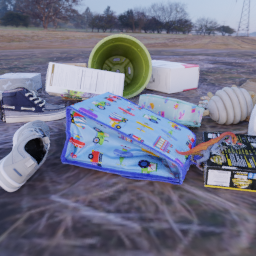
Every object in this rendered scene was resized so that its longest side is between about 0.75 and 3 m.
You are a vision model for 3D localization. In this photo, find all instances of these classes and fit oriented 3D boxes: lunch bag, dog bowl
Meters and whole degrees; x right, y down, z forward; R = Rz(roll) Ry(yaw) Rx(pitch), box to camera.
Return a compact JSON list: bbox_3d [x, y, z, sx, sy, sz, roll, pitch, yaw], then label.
[{"bbox_3d":[1.307,-0.479,8.361,1.819,0.701,1.459,16,3,31],"label":"lunch bag"},{"bbox_3d":[-4.647,-1.394,10.462,2.469,0.724,2.469,-7,8,1],"label":"dog bowl"},{"bbox_3d":[0.291,0.220,6.224,2.764,1.300,2.080,16,20,15],"label":"lunch bag"}]

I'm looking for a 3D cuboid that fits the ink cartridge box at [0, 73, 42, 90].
[{"bbox_3d":[-5.360,-2.181,13.450,2.029,0.775,1.385,3,20,3],"label":"ink cartridge box"}]

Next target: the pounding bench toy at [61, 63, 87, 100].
[{"bbox_3d":[-2.232,-1.688,11.871,1.029,1.657,1.292,2,51,9],"label":"pounding bench toy"}]

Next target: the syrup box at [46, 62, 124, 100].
[{"bbox_3d":[-1.562,-1.596,10.336,2.703,1.101,1.064,7,-2,-9],"label":"syrup box"}]

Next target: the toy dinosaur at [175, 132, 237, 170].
[{"bbox_3d":[1.560,0.369,5.236,0.969,0.880,0.509,28,14,-21],"label":"toy dinosaur"}]

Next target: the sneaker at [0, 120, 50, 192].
[{"bbox_3d":[-1.863,0.404,5.702,0.875,0.797,2.133,-32,26,14],"label":"sneaker"}]

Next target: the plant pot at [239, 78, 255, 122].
[{"bbox_3d":[4.697,-1.034,9.609,2.539,1.172,2.539,1,18,0],"label":"plant pot"}]

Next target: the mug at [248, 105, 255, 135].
[{"bbox_3d":[3.656,-0.215,7.477,1.153,1.011,0.851,-17,26,-40],"label":"mug"}]

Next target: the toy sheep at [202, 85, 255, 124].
[{"bbox_3d":[3.095,-0.690,8.659,1.856,1.280,1.280,-20,19,3],"label":"toy sheep"}]

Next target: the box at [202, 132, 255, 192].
[{"bbox_3d":[2.367,0.636,5.876,1.548,0.478,1.938,2,19,12],"label":"box"}]

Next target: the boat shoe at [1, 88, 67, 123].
[{"bbox_3d":[-3.020,-0.785,9.099,2.187,1.014,0.817,-6,20,-16],"label":"boat shoe"}]

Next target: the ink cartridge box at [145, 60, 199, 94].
[{"bbox_3d":[1.767,-2.679,14.209,2.140,1.209,2.921,-15,24,-36],"label":"ink cartridge box"}]

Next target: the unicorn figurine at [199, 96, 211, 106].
[{"bbox_3d":[2.886,-0.756,9.726,0.841,0.452,1.224,15,2,14],"label":"unicorn figurine"}]

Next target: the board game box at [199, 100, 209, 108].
[{"bbox_3d":[3.269,-0.946,10.836,0.626,0.171,0.991,16,25,41],"label":"board game box"}]

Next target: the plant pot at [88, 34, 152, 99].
[{"bbox_3d":[-0.407,-2.694,12.858,2.666,2.666,2.532,-1,8,-4],"label":"plant pot"}]
